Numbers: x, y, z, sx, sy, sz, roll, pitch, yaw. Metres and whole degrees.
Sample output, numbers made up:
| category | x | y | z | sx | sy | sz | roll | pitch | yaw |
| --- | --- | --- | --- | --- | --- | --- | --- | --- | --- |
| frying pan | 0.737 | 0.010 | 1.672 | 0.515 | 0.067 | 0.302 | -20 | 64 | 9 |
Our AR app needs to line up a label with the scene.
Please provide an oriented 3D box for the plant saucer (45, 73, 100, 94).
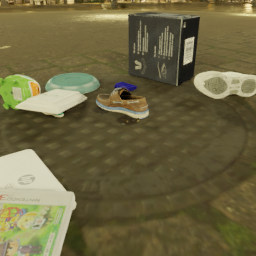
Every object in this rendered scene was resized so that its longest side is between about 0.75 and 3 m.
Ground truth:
| category | x | y | z | sx | sy | sz | roll | pitch | yaw |
| --- | --- | --- | --- | --- | --- | --- | --- | --- | --- |
| plant saucer | -2.459 | -2.034 | 12.453 | 2.402 | 0.329 | 2.402 | 0 | 27 | 0 |

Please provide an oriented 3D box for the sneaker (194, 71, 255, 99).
| category | x | y | z | sx | sy | sz | roll | pitch | yaw |
| --- | --- | --- | --- | --- | --- | --- | --- | --- | --- |
| sneaker | 3.884 | -1.841 | 11.552 | 2.718 | 1.059 | 1.351 | 4 | 20 | -12 |

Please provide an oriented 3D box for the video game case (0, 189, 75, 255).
| category | x | y | z | sx | sy | sz | roll | pitch | yaw |
| --- | --- | --- | --- | --- | --- | --- | --- | --- | --- |
| video game case | -2.332 | 2.028 | 4.527 | 2.423 | 0.294 | 2.662 | 2 | 34 | 3 |

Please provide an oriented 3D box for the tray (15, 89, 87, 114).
| category | x | y | z | sx | sy | sz | roll | pitch | yaw |
| --- | --- | --- | --- | --- | --- | --- | --- | --- | --- |
| tray | -2.554 | -1.023 | 9.865 | 1.486 | 0.307 | 2.767 | 7 | 17 | 9 |

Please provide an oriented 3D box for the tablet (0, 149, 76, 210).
| category | x | y | z | sx | sy | sz | roll | pitch | yaw |
| --- | --- | --- | --- | --- | --- | --- | --- | --- | --- |
| tablet | -2.539 | 1.326 | 6.249 | 1.789 | 0.188 | 2.749 | -19 | 34 | -32 |

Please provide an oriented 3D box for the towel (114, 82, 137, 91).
| category | x | y | z | sx | sy | sz | roll | pitch | yaw |
| --- | --- | --- | --- | --- | --- | --- | --- | --- | --- |
| towel | -0.100 | -1.817 | 12.150 | 0.843 | 0.209 | 0.623 | 24 | 37 | 37 |

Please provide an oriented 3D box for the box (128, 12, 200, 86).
| category | x | y | z | sx | sy | sz | roll | pitch | yaw |
| --- | --- | --- | --- | --- | --- | --- | --- | --- | --- |
| box | 1.572 | -3.777 | 13.021 | 2.885 | 2.837 | 1.694 | 21 | 34 | 34 |

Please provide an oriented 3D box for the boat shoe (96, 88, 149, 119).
| category | x | y | z | sx | sy | sz | roll | pitch | yaw |
| --- | --- | --- | --- | --- | --- | --- | --- | --- | --- |
| boat shoe | -0.217 | -1.020 | 10.009 | 2.202 | 0.797 | 0.796 | 16 | 32 | 28 |

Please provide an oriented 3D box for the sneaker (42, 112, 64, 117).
| category | x | y | z | sx | sy | sz | roll | pitch | yaw |
| --- | --- | --- | --- | --- | --- | --- | --- | --- | --- |
| sneaker | -2.658 | -0.726 | 9.716 | 0.919 | 0.555 | 0.384 | 13 | 31 | 23 |

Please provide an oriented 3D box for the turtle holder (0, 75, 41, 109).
| category | x | y | z | sx | sy | sz | roll | pitch | yaw |
| --- | --- | --- | --- | --- | --- | --- | --- | --- | --- |
| turtle holder | -3.996 | -1.286 | 10.291 | 1.643 | 1.249 | 1.167 | -25 | 2 | 36 |
